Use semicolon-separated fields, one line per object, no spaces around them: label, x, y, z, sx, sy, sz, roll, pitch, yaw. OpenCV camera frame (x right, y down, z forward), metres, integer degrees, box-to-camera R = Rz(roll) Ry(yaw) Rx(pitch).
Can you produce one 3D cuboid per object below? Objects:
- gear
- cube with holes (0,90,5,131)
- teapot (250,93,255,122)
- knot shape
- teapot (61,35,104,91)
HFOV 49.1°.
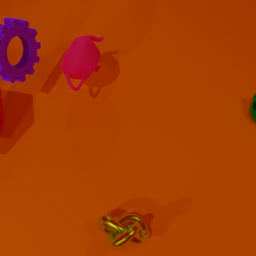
gear;-2.598;-1.772;6.461;0.262;1.418;1.418;17;67;20
cube with holes;-3.752;-0.299;6.496;1.190;1.190;1.190;10;38;-3
teapot;3.514;-0.515;7.054;1.330;0.651;0.827;44;80;-17
knot shape;-0.027;2.157;5.941;1.091;1.166;0.539;10;85;-34
teapot;-1.091;-1.734;7.023;0.869;1.104;1.776;27;70;-25
